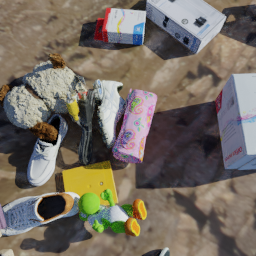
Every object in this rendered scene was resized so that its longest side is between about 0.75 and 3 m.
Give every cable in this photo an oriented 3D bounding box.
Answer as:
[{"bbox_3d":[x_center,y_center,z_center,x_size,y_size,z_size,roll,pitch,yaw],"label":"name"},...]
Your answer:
[{"bbox_3d":[-1.495,-0.163,9.176,0.677,2.690,1.306,9,29,14],"label":"cable"}]

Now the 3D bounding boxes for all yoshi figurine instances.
[{"bbox_3d":[-0.645,2.362,7.998,2.135,1.200,1.196,-5,81,33],"label":"yoshi figurine"}]

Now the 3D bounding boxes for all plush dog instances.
[{"bbox_3d":[-2.832,-1.012,9.180,2.878,2.309,2.472,40,78,12],"label":"plush dog"}]

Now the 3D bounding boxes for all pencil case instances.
[{"bbox_3d":[0.236,-0.093,9.468,1.101,1.101,2.519,13,71,4],"label":"pencil case"}]

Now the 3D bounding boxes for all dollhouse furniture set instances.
[{"bbox_3d":[-4.942,3.420,7.806,2.515,1.785,1.993,-10,98,14],"label":"dollhouse furniture set"}]

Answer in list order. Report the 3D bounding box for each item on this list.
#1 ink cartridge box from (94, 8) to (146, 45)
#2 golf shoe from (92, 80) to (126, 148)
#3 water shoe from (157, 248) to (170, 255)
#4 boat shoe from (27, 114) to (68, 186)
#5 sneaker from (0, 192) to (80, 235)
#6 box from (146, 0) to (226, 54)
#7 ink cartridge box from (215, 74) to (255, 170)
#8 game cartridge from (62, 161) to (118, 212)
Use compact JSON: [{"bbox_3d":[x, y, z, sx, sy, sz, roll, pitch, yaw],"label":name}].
[{"bbox_3d":[-0.336,-4.040,11.099,1.990,0.669,1.156,6,70,3],"label":"ink cartridge box"},{"bbox_3d":[-0.499,-0.583,9.751,1.233,0.993,2.536,-7,71,-8],"label":"golf shoe"},{"bbox_3d":[0.743,4.056,8.268,0.530,0.480,1.343,6,40,41],"label":"water shoe"},{"bbox_3d":[-2.705,0.683,9.331,0.890,0.813,2.473,21,72,7],"label":"boat shoe"},{"bbox_3d":[-2.950,2.482,8.420,2.866,1.213,1.043,-19,71,3],"label":"sneaker"},{"bbox_3d":[2.224,-4.454,11.161,2.780,0.836,1.621,43,76,14],"label":"box"},{"bbox_3d":[4.148,-0.138,9.022,1.928,1.937,2.666,0,70,0],"label":"ink cartridge box"},{"bbox_3d":[-1.251,1.934,9.204,1.628,0.264,1.435,-12,71,-1],"label":"game cartridge"}]
